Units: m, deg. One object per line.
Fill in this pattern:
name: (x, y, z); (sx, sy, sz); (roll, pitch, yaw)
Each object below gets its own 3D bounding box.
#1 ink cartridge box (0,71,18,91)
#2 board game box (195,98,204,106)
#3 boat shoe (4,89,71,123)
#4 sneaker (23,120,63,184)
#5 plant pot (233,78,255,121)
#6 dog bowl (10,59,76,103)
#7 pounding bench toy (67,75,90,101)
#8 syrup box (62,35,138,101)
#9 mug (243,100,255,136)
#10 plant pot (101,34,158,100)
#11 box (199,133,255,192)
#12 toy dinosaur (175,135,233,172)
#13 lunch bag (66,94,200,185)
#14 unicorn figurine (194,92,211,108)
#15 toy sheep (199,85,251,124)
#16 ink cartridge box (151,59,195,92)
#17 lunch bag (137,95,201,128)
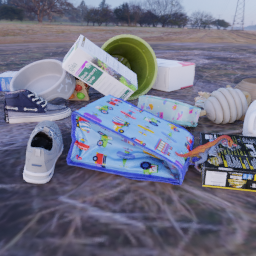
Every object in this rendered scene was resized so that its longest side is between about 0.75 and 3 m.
ink cartridge box: (-5.460, -2.281, 13.622); (2.029, 0.775, 1.385); (3, 21, 2)
board game box: (3.221, -1.032, 11.190); (0.626, 0.171, 0.991); (17, 27, 40)
boat shoe: (-3.034, -0.785, 9.351); (2.187, 1.014, 0.817); (-7, 22, -17)
sneaker: (-1.828, 0.297, 6.357); (0.797, 0.875, 2.133); (8, 27, -16)
plant pot: (4.668, -1.097, 9.985); (2.539, 1.172, 2.539); (1, 20, 0)
dog bowl: (-3.256, -1.669, 10.548); (2.469, 0.724, 2.469); (-7, 49, 8)
pounding bench toy: (-2.069, -1.671, 11.856); (1.029, 1.657, 1.292); (2, 53, 10)
syrup box: (-1.000, -2.133, 10.559); (2.703, 1.064, 1.101); (31, 35, -26)
mug: (3.670, -0.214, 7.859); (1.153, 1.011, 0.851); (-19, 28, -41)
plant pot: (-0.320, -2.674, 12.749); (2.666, 2.666, 2.532); (-5, 10, -13)
box: (2.414, 0.688, 6.261); (1.548, 0.478, 1.938); (2, 21, 11)
toy dinosaur: (1.617, 0.444, 5.598); (0.969, 0.880, 0.509); (27, 15, -23)
lunch bag: (0.330, 0.277, 6.561); (2.764, 1.300, 2.080); (16, 22, 14)
unicorn figurine: (2.779, -0.814, 9.938); (0.841, 1.224, 0.452); (-3, 64, 7)
toy sheep: (3.080, -0.720, 9.024); (1.856, 1.280, 1.280); (-21, 22, 0)
ink cartridge box: (1.609, -2.827, 14.440); (2.140, 1.209, 2.921); (-19, 28, -40)
lunch bag: (1.294, -0.486, 8.680); (1.819, 0.701, 1.459); (16, 4, 30)
